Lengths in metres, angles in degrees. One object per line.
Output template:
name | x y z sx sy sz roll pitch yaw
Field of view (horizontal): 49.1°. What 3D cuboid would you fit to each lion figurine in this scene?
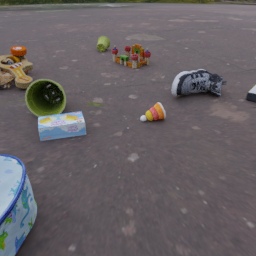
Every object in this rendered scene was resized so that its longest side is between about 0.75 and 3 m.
lion figurine | -5.890 -2.022 11.652 2.039 0.739 1.249 13 34 21

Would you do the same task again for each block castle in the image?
block castle | 0.176 -3.877 14.775 1.303 0.915 1.949 -22 36 -35

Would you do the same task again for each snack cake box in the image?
snack cake box | -1.997 -0.070 8.473 1.341 0.450 0.771 -8 29 -14

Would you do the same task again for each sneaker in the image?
sneaker | 2.840 -1.692 10.857 2.435 0.919 1.385 -23 35 -39

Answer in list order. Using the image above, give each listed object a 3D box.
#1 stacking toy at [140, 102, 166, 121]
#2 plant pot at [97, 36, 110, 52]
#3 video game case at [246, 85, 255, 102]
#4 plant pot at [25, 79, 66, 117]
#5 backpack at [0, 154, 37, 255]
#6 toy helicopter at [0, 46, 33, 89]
stacking toy | 0.781 -0.440 9.177 0.812 0.593 0.593 -22 33 -8
plant pot | -1.557 -5.079 17.164 0.822 0.822 0.755 5 41 8
video game case | 6.248 -1.284 10.746 2.662 0.339 2.406 20 35 32
plant pot | -2.715 -1.111 9.743 1.322 1.322 1.256 -1 16 -2
backpack | -3.091 1.227 4.596 2.742 2.015 2.509 8 34 5
toy helicopter | -5.072 -2.514 12.226 1.983 1.183 2.998 -15 42 -33
